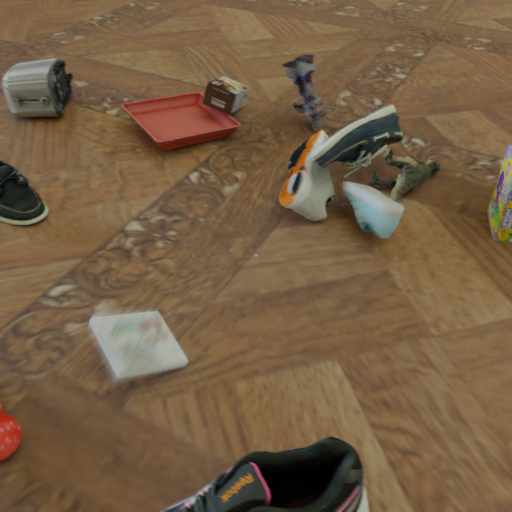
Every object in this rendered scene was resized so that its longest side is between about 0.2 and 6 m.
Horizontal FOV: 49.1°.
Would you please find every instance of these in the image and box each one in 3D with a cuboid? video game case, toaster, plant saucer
[{"bbox_3d":[-1.595,1.180,7.653,1.085,0.129,0.988,-1,42,-45],"label":"video game case"},{"bbox_3d":[-5.277,-4.111,13.603,1.258,1.107,1.948,-5,39,-2],"label":"toaster"},{"bbox_3d":[-1.745,-3.082,12.858,2.068,0.380,2.072,-18,45,-28],"label":"plant saucer"}]

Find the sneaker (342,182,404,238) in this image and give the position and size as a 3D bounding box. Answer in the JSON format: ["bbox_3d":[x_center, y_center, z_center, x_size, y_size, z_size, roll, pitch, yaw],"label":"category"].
[{"bbox_3d":[1.957,-0.842,10.120,0.646,0.716,1.747,11,19,-21],"label":"sneaker"}]

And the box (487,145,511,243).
[{"bbox_3d":[4.978,-1.017,9.719,1.434,1.489,0.908,7,41,8],"label":"box"}]

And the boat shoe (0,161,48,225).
[{"bbox_3d":[-4.865,-1.394,10.686,0.899,0.798,2.407,-31,50,-31],"label":"boat shoe"}]

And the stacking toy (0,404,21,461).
[{"bbox_3d":[-3.684,1.782,7.075,2.065,0.882,0.882,32,50,25],"label":"stacking toy"}]

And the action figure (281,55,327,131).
[{"bbox_3d":[1.156,-3.665,12.802,0.585,1.685,1.096,-21,9,-22],"label":"action figure"}]

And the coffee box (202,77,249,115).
[{"bbox_3d":[-0.713,-3.836,13.342,0.743,0.518,1.299,23,27,4],"label":"coffee box"}]

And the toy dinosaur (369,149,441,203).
[{"bbox_3d":[2.873,-1.566,11.140,0.980,0.528,2.224,32,52,24],"label":"toy dinosaur"}]

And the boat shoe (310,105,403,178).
[{"bbox_3d":[1.981,-2.109,10.568,0.986,0.814,2.633,-24,8,43],"label":"boat shoe"}]

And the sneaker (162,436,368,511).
[{"bbox_3d":[-0.276,2.622,5.634,3.136,1.354,1.260,-21,44,-21],"label":"sneaker"}]

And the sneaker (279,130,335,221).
[{"bbox_3d":[1.121,-1.487,10.739,0.957,0.787,2.080,36,53,-22],"label":"sneaker"}]
